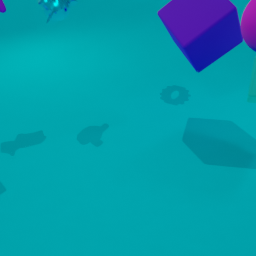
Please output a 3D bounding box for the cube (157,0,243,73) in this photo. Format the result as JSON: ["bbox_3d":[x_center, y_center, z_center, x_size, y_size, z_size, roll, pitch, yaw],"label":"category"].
[{"bbox_3d":[1.704,-2.372,6.565,1.292,1.292,1.292,-35,61,15],"label":"cube"}]

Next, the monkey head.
[{"bbox_3d":[-1.635,-2.947,6.588,0.826,0.692,1.148,-17,29,51],"label":"monkey head"}]

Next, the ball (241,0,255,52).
[{"bbox_3d":[1.677,-1.200,3.160,0.753,0.753,0.753,0,37,0],"label":"ball"}]

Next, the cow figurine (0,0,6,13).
[{"bbox_3d":[-3.445,-3.062,6.337,1.106,1.088,0.607,-24,33,-14],"label":"cow figurine"}]

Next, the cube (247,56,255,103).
[{"bbox_3d":[3.164,-1.012,6.178,0.870,0.870,0.870,9,-1,22],"label":"cube"}]
